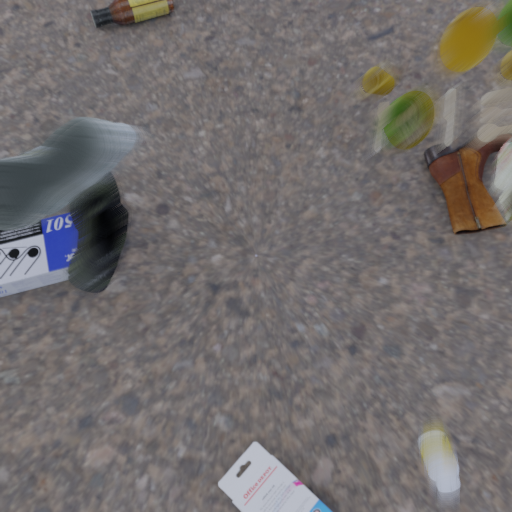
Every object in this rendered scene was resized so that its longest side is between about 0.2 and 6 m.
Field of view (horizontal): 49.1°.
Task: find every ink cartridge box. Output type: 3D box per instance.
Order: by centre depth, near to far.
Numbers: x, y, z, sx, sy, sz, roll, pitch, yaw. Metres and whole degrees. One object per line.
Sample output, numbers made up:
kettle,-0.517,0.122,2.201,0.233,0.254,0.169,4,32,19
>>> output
ink cartridge box,0.304,4.080,9.348,1.730,0.587,0.996,40,71,17
ink cartridge box,-4.313,-0.075,11.325,2.668,0.590,1.254,-15,66,-7

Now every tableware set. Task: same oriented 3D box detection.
tableware set,3.256,-3.092,9.673,0.535,3.483,2.347,7,89,-37

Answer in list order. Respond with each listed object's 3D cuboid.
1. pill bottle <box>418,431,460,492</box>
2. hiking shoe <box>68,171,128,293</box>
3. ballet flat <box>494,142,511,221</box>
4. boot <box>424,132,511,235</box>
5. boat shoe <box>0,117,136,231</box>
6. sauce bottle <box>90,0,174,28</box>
pill bottle,2.725,3.046,8.303,0.448,0.448,0.799,-5,40,-2
hiking shoe,-2.433,-0.657,9.083,0.918,1.221,2.425,14,52,-35
ballet flat,4.197,-1.128,9.174,0.499,1.560,0.590,-34,35,3
boot,4.870,-1.605,11.990,2.002,0.728,2.127,-12,66,-6
boat shoe,-3.048,-1.199,8.395,2.858,0.916,1.053,-26,91,27
sauce bottle,-3.146,-6.295,14.241,2.071,0.684,0.684,-17,66,-9
